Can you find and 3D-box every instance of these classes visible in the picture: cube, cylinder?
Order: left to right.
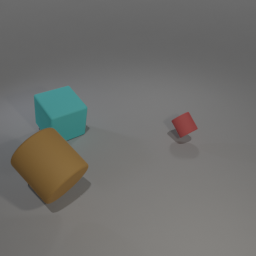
[{"bbox_3d":[-1.981,0.953,7.179,1.400,1.400,1.400,45,46,9],"label":"cylinder"},{"bbox_3d":[-2.482,-0.470,10.306,1.400,1.400,1.400,-22,54,-32],"label":"cube"},{"bbox_3d":[2.019,-0.114,10.001,0.700,0.700,0.700,-23,82,-32],"label":"cylinder"}]
